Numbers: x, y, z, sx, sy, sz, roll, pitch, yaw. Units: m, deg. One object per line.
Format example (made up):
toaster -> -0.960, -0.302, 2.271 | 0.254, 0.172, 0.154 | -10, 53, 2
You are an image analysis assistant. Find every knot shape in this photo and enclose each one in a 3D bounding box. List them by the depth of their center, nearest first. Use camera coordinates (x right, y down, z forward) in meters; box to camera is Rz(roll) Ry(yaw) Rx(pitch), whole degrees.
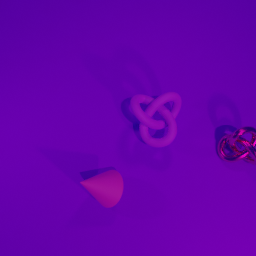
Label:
knot shape -> 0.819, -0.216, 7.806 | 1.621, 0.749, 1.517 | -2, 88, -19
knot shape -> 3.282, 0.606, 7.940 | 1.200, 1.282, 0.592 | 45, 43, 5

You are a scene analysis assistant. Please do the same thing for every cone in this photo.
cone -> -0.834, 1.494, 7.266 | 1.018, 1.022, 1.018 | -20, 59, 39
